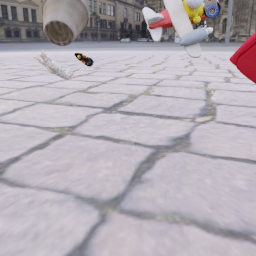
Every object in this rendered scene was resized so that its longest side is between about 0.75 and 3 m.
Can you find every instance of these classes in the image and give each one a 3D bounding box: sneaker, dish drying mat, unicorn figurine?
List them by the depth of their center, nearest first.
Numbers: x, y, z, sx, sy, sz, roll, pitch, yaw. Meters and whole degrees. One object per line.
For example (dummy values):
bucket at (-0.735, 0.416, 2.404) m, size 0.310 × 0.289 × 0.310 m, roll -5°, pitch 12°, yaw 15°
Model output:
dish drying mat at (1.558, -0.822, 2.654) m, size 0.607 × 0.144 × 1.581 m, roll 39°, pitch -15°, yaw 2°
unicorn figurine at (-1.278, -1.074, 4.913) m, size 0.607 × 0.326 × 0.884 m, roll 39°, pitch 18°, yaw -6°
sneaker at (-1.477, -2.273, 9.277) m, size 0.386 × 0.300 × 0.858 m, roll 11°, pitch 20°, yaw -46°

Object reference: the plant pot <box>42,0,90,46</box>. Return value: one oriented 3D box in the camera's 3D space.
plant pot at (-2.192, -3.584, 9.448) m, size 1.668 × 1.668 × 1.448 m, roll 1°, pitch 53°, yaw 4°

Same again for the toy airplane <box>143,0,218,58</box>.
toy airplane at (1.691, -3.743, 8.903) m, size 2.429 × 2.418 × 1.714 m, roll 28°, pitch -15°, yaw -9°

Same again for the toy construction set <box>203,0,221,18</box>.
toy construction set at (1.602, -2.773, 4.661) m, size 1.304 × 1.202 × 1.564 m, roll -31°, pitch 14°, yaw 52°
